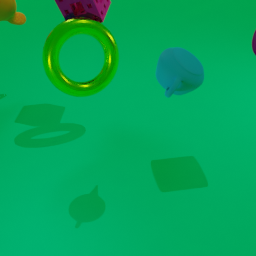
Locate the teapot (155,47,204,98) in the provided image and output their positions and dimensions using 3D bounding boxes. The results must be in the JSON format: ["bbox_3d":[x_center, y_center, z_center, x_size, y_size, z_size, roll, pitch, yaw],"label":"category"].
[{"bbox_3d":[0.747,-0.832,4.232,0.751,0.591,1.208,33,42,-7],"label":"teapot"}]

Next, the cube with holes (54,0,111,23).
[{"bbox_3d":[-1.085,-3.120,6.779,0.915,0.915,0.915,-4,50,21],"label":"cube with holes"}]

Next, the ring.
[{"bbox_3d":[-1.087,-1.652,6.707,1.874,1.874,0.375,-17,28,-19],"label":"ring"}]

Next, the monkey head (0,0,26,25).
[{"bbox_3d":[-3.580,-3.088,7.366,1.155,1.916,1.378,0,83,12],"label":"monkey head"}]

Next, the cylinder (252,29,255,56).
[{"bbox_3d":[2.968,-1.496,4.937,1.064,1.064,1.064,19,32,-27],"label":"cylinder"}]
